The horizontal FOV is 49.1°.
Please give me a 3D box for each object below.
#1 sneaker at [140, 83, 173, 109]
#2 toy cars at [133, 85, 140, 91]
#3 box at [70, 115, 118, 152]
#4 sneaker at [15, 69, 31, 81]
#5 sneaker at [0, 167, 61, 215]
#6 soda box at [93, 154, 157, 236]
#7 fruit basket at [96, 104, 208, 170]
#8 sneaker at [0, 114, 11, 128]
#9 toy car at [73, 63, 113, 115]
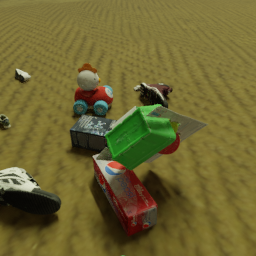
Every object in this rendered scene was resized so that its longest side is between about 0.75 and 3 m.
[{"bbox_3d":[1.443,-1.406,11.632,1.252,0.820,2.167,-10,35,-19],"label":"sneaker"},{"bbox_3d":[0.717,-1.829,12.749,0.933,0.206,0.418,6,34,8],"label":"toy cars"},{"bbox_3d":[-1.103,0.181,9.375,1.345,0.720,0.998,10,36,14],"label":"box"},{"bbox_3d":[-5.207,-2.602,13.795,0.487,0.416,1.118,-17,43,-42],"label":"sneaker"},{"bbox_3d":[-2.755,1.497,7.295,2.445,0.906,1.082,9,38,13],"label":"sneaker"},{"bbox_3d":[-0.160,1.567,7.335,0.826,0.748,2.358,-15,37,-21],"label":"soda box"},{"bbox_3d":[0.638,0.245,7.094,2.342,2.169,1.098,5,53,-51],"label":"fruit basket"},{"bbox_3d":[-4.663,-0.359,10.426,0.310,0.415,0.925,-28,43,-34],"label":"sneaker"},{"bbox_3d":[-1.406,-1.687,11.140,1.590,1.797,1.657,3,35,5],"label":"toy car"}]
